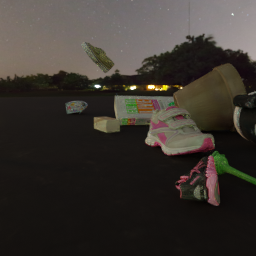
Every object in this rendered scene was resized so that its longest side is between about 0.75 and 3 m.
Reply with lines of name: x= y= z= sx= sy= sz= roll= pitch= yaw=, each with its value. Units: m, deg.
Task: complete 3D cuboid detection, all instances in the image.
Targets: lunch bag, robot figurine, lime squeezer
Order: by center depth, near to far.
lime squeezer: x=1.890 y=0.668 z=5.486 sx=0.689 sy=0.368 sz=1.952 roll=0 pitch=7 yaw=0
robot figurine: x=3.869 y=-0.226 z=7.259 sx=1.573 sy=1.894 sz=2.520 roll=-24 pitch=11 yaw=-4
lunch bag: x=-3.159 y=-1.303 z=17.463 sx=1.300 sy=0.827 sz=1.103 roll=-11 pitch=8 yaw=-6

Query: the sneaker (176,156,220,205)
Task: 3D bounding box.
sneaker: x=1.074 y=0.790 z=4.395 sx=0.644 sy=0.533 sz=1.350 roll=-9 pitch=4 yaw=16

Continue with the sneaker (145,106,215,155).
sneaker: x=1.207 y=0.016 z=7.214 sx=1.038 sy=1.126 sz=2.551 roll=-4 pitch=9 yaw=-25

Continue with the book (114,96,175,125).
book: x=0.874 y=-0.766 z=12.865 sx=2.882 sy=0.693 sz=1.925 roll=-1 pitch=33 yaw=-7

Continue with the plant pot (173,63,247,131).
plant pot: x=2.896 y=-0.863 z=10.263 sx=2.158 sy=2.487 sz=2.487 roll=-16 pitch=7 yaw=4

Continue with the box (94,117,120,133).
box: x=-0.813 y=-0.141 z=10.586 sx=0.569 sy=0.466 sz=1.198 roll=-5 pitch=9 yaw=-30

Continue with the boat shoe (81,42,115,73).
boat shoe: x=-1.466 y=-3.611 z=13.928 sx=0.735 sy=0.853 sz=2.369 roll=-38 pitch=-27 yaw=8
